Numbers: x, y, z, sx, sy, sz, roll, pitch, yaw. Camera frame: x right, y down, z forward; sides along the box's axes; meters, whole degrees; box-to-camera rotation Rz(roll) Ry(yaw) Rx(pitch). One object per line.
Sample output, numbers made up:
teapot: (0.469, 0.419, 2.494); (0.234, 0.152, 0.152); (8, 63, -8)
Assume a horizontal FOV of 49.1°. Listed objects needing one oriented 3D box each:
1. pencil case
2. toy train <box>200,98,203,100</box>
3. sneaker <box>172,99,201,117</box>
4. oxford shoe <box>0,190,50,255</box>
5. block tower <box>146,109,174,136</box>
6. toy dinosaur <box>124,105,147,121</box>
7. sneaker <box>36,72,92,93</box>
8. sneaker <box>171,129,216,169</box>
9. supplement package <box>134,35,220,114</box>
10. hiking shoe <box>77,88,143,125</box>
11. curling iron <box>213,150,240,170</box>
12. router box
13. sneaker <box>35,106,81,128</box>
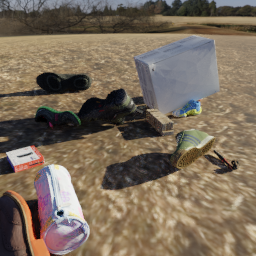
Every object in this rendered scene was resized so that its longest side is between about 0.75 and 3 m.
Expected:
pencil case: (-1.353, 1.462, 5.380); (0.797, 0.870, 1.917); (-27, 28, -10)
toy train: (2.387, -1.569, 12.792); (2.555, 0.711, 1.919); (16, 37, 29)
sneaker: (2.297, -0.806, 10.947); (1.233, 0.648, 0.467); (-8, 25, -19)
oxford shoe: (-1.921, 1.853, 4.547); (0.886, 0.869, 2.442); (-20, 30, -27)
block tower: (1.109, -0.241, 9.903); (0.424, 0.454, 1.571); (-7, 25, -16)
toy dinosaur: (0.025, -0.573, 10.430); (1.403, 0.618, 0.333); (4, -9, 36)
sneaker: (-3.260, -2.336, 14.361); (2.743, 1.042, 1.245); (3, 13, -10)
sneaker: (1.571, 0.486, 7.678); (1.881, 0.631, 0.845); (-20, 42, -42)
supplement package: (1.975, -2.143, 11.239); (2.795, 2.177, 1.550); (-22, 30, -10)
hiking shoe: (-0.745, -0.474, 9.873); (2.539, 1.278, 0.962); (-11, 47, 42)
curling iron: (2.679, 0.854, 7.694); (0.260, 0.134, 1.050); (-42, 27, -2)
router box: (-2.821, 0.831, 7.681); (0.786, 0.214, 0.876); (-16, 28, -32)
sneaker: (-2.486, -0.254, 9.894); (1.769, 0.679, 0.741); (10, 52, 16)
